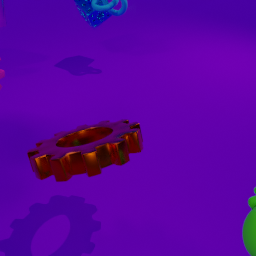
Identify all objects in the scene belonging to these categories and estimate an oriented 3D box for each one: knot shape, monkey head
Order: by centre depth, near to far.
[{"bbox_3d":[1.898,1.176,3.214,1.079,1.500,0.904,2,51,9],"label":"monkey head"},{"bbox_3d":[-0.700,-4.362,9.552,1.146,1.225,0.566,-24,12,0],"label":"knot shape"}]

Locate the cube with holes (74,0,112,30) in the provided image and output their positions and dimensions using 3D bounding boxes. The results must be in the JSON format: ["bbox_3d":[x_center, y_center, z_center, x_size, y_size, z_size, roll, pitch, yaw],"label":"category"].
[{"bbox_3d":[-1.275,-4.421,10.292,0.896,0.896,0.896,-39,77,-3],"label":"cube with holes"}]

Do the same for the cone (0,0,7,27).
[{"bbox_3d":[-2.978,-3.138,5.825,1.420,1.425,1.420,30,19,-11],"label":"cone"}]

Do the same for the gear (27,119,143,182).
[{"bbox_3d":[-0.652,0.286,4.470,1.769,0.327,1.769,-12,15,3],"label":"gear"}]

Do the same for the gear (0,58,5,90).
[{"bbox_3d":[-3.193,-1.154,5.622,1.311,1.311,0.242,0,23,0],"label":"gear"}]
